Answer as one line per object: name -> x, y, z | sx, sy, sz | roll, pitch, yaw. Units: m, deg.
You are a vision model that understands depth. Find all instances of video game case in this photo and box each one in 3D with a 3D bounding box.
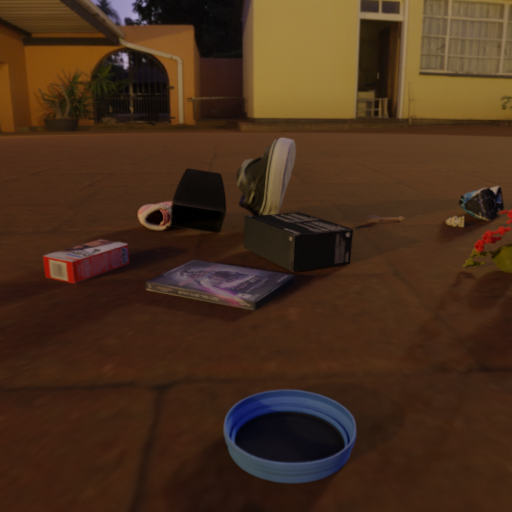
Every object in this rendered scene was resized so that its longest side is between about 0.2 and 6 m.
video game case -> -0.571, 0.435, 9.159 | 2.004, 0.190, 1.432 | 9, 18, 26

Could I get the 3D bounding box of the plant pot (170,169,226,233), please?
plant pot -> -1.253, -1.267, 12.492 | 1.158, 1.030, 1.161 | 8, -24, -7

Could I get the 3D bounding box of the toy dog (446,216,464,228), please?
toy dog -> 4.775, -0.830, 13.464 | 0.397, 0.277, 0.385 | 4, 4, 16

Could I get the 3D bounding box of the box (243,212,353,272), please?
box -> 0.751, -0.320, 10.773 | 1.318, 0.736, 1.867 | -4, 15, -28

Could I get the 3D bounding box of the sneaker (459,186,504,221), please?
sneaker -> 5.739, -1.301, 14.584 | 0.963, 0.840, 2.142 | -8, 3, 37

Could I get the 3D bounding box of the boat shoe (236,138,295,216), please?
boat shoe -> 0.087, -1.555, 12.143 | 1.137, 1.155, 3.206 | 19, -22, 1

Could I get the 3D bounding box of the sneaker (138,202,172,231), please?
sneaker -> -1.868, -0.981, 13.226 | 1.816, 0.683, 0.949 | -9, 15, -10

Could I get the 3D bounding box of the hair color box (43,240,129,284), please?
hair color box -> -2.999, 0.073, 9.986 | 0.738, 0.425, 1.330 | 8, 17, 29

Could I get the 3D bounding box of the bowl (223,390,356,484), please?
bowl -> 0.297, 1.586, 4.998 | 1.176, 0.231, 1.176 | 0, 16, 0

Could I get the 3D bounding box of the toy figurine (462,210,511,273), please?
toy figurine -> 4.337, 0.194, 8.960 | 1.176, 1.336, 2.229 | -13, -26, -7

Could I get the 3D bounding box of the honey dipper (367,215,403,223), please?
honey dipper -> 3.240, -0.931, 13.957 | 0.988, 0.188, 0.188 | -4, 16, -20
